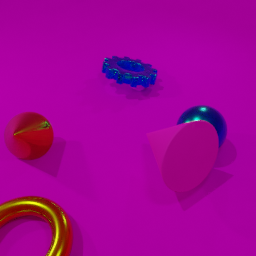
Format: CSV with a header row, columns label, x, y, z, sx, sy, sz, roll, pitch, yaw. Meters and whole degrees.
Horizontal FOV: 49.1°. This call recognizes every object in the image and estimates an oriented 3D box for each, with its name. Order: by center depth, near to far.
label,x,y,z,sx,sy,sz,roll,pitch,yaw
ring,-2.065,2.184,5.287,2.050,0.410,2.050,-1,42,1
cone,0.879,0.370,6.269,1.559,1.559,1.564,-27,30,-24
cone,-2.428,0.167,6.422,1.216,1.221,1.216,0,87,-5
ball,1.795,0.044,6.887,1.229,1.229,1.229,0,45,0
gear,0.058,-1.841,9.011,1.773,0.328,1.773,10,32,-6
